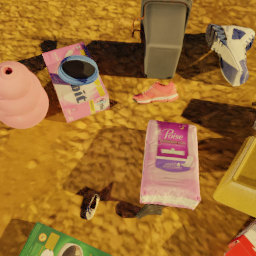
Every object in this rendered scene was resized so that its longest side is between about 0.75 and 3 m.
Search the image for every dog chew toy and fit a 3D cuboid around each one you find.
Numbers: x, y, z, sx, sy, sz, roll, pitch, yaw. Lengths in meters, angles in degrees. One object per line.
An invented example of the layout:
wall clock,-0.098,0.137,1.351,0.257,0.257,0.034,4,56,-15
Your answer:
dog chew toy,-3.425,-1.064,8.678,1.737,2.789,1.737,3,69,-9

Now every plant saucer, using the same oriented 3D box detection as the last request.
plant saucer,4.263,1.328,7.975,2.784,0.674,2.783,18,52,36

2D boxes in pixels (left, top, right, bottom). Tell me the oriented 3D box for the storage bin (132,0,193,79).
storage bin,1.116,-3.110,10.103,2.031,2.790,1.874,5,71,2

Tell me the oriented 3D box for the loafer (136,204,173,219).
loafer,0.865,2.368,8.274,1.344,0.489,0.486,-28,68,-13

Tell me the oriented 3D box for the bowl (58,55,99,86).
bowl,-1.590,-1.853,9.013,1.288,1.288,0.253,-1,61,-1

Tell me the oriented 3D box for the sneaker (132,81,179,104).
sneaker,0.880,-1.206,9.302,1.585,0.687,0.584,-3,18,24

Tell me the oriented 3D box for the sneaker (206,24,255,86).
sneaker,4.295,-3.121,10.872,1.644,1.150,2.847,-12,61,-4

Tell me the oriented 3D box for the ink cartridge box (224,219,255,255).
ink cartridge box,3.861,3.249,7.556,2.562,0.862,1.489,-32,66,-16

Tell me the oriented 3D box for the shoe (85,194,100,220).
shoe,-1.078,2.357,8.417,0.279,0.213,0.798,18,63,9

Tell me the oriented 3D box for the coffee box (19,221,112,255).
coffee box,-1.697,3.706,7.493,2.465,0.542,1.516,19,63,10

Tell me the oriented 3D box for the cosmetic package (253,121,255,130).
cosmetic package,5.654,-0.124,9.097,2.534,1.430,1.028,28,65,17

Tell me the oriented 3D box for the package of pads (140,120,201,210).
package of pads,1.277,1.042,8.428,1.620,1.017,2.689,7,49,2

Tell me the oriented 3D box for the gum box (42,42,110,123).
gum box,-1.936,-1.782,10.244,1.606,0.936,2.829,-21,64,-11
